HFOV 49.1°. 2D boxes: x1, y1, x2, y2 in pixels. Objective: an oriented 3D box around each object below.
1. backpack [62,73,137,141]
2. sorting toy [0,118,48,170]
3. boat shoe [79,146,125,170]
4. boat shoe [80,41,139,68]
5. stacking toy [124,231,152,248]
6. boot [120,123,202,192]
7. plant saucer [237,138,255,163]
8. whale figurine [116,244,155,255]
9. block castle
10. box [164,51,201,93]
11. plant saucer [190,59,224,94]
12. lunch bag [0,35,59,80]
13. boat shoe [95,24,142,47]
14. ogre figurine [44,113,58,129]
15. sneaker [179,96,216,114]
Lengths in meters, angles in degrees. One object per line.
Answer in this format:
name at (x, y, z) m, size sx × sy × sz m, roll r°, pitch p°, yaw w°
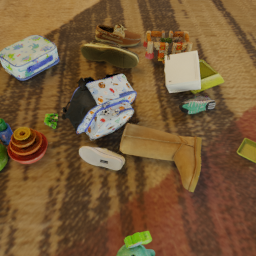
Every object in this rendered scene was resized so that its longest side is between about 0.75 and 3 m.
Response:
backpack at (-0.796, -0.811, 9.634) m, size 2.283 × 2.397 × 1.847 m, roll -35°, pitch 88°, yaw -34°
sorting toy at (-4.085, 0.489, 9.171) m, size 2.727 × 1.119 × 1.639 m, roll -14°, pitch 51°, yaw -11°
boat shoe at (-0.842, 0.921, 9.269) m, size 1.567 × 0.556 × 0.547 m, roll 14°, pitch 23°, yaw 16°
boat shoe at (-0.760, -3.481, 12.694) m, size 2.827 × 1.010 × 0.929 m, roll 14°, pitch 55°, yaw 18°
stacking toy at (-0.377, 3.935, 6.286) m, size 2.979 × 0.700 × 2.246 m, roll -22°, pitch 53°, yaw -8°
boot at (0.989, 0.893, 9.061) m, size 2.600 × 0.860 × 2.277 m, roll 11°, pitch 37°, yaw 8°
plant saucer at (4.186, 0.805, 9.518) m, size 0.791 × 0.190 × 0.792 m, roll 29°, pitch 55°, yaw 23°
whale figurine at (0.326, 3.436, 6.882) m, size 1.395 × 0.724 × 1.110 m, roll 33°, pitch 56°, yaw 25°
block castle at (1.830, -3.727, 12.938) m, size 2.146 × 1.007 × 1.434 m, roll 0°, pitch 45°, yaw -3°
box at (2.178, -2.210, 11.139) m, size 1.314 × 0.859 × 1.307 m, roll -5°, pitch 74°, yaw 17°
plant saucer at (3.059, -2.362, 12.121) m, size 1.663 × 0.398 × 1.661 m, roll -21°, pitch 52°, yaw -18°
lunch bag at (-4.348, -3.129, 12.425) m, size 1.831 × 0.939 × 2.278 m, roll 33°, pitch 56°, yaw 27°
boat shoe at (-0.502, -4.588, 13.737) m, size 2.339 × 0.864 × 0.885 m, roll 6°, pitch 49°, yaw 5°
ogre figurine at (-2.863, -0.290, 10.380) m, size 0.452 × 0.370 × 0.754 m, roll 9°, pitch 63°, yaw -15°
sneaker at (2.591, -0.951, 10.888) m, size 1.521 × 0.566 × 0.666 m, roll -4°, pitch 38°, yaw -18°
